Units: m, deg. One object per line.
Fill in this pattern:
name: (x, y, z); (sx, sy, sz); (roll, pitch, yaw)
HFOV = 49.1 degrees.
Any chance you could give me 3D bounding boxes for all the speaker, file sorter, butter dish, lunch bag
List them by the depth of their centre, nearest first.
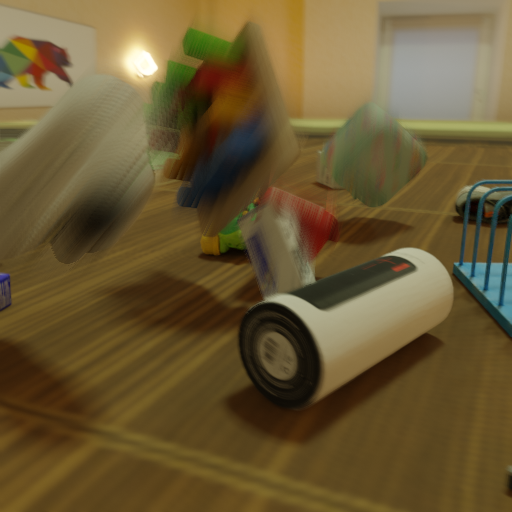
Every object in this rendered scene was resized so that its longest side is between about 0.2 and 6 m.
speaker: (0.878, 0.542, 4.911); (0.870, 0.870, 2.142); (15, 22, 41)
file sorter: (3.248, -0.063, 6.224); (1.434, 1.268, 2.067); (0, 17, 3)
butter dish: (0.385, -0.252, 6.827); (1.085, 0.802, 1.082); (25, -9, 15)
lunch bag: (2.053, -1.647, 9.774); (1.838, 1.474, 0.708); (25, 24, -47)

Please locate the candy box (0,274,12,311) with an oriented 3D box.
candy box: (-3.263, 0.490, 5.856); (0.892, 0.406, 1.055); (5, 16, 10)

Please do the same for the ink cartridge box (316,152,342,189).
ink cartridge box: (1.922, -2.180, 14.102); (0.462, 0.815, 1.111); (-4, 18, -16)

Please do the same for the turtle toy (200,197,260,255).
turtle toy: (-0.118, -0.612, 8.619); (1.343, 0.932, 1.843); (1, 17, 3)

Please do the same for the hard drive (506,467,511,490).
hard drive: (2.070, 1.404, 3.230); (0.666, 0.157, 0.954); (-13, 21, -36)

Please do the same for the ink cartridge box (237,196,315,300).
ink cartridge box: (0.223, 0.000, 6.017); (0.579, 1.165, 0.228); (-31, -19, 35)

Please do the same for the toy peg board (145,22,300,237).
toy peg board: (-0.596, -1.449, 6.415); (0.897, 1.827, 1.835); (4, -28, -36)

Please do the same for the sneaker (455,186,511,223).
sneaker: (4.550, -0.853, 10.067); (1.927, 0.712, 0.764); (2, 25, 30)

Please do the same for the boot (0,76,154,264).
boot: (-1.720, -0.374, 4.613); (0.847, 2.302, 1.100); (21, 41, -43)
